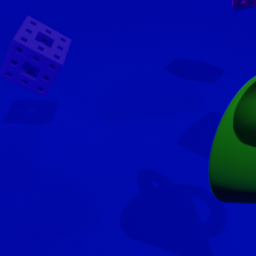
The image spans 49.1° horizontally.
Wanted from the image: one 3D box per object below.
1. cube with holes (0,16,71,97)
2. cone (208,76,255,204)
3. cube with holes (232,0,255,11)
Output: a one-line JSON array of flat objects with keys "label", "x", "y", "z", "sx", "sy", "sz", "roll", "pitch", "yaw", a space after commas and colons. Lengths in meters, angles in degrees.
[{"label": "cube with holes", "x": -2.009, "y": -1.548, "z": 6.145, "sx": 1.032, "sy": 1.032, "sz": 1.032, "roll": 25, "pitch": 42, "yaw": -22}, {"label": "cone", "x": 1.811, "y": 0.356, "z": 2.550, "sx": 1.491, "sy": 1.491, "sz": 1.496, "roll": -26, "pitch": 33, "yaw": -31}, {"label": "cube with holes", "x": 3.417, "y": -3.851, "z": 7.302, "sx": 1.245, "sy": 1.245, "sz": 1.245, "roll": -1, "pitch": 19, "yaw": 26}]
